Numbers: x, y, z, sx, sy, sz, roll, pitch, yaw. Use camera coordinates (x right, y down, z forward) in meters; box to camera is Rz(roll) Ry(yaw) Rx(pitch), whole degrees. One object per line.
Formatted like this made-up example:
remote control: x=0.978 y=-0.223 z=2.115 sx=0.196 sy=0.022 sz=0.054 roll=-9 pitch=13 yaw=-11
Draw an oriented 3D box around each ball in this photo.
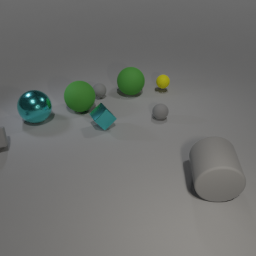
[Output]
ball: x=0.144 y=-2.360 z=14.093 sx=1.400 sy=1.400 sz=1.400 roll=0 pitch=32 yaw=0
ball: x=-3.927 y=-0.898 z=11.798 sx=1.400 sy=1.400 sz=1.400 roll=0 pitch=32 yaw=0
ball: x=-2.172 y=-1.426 z=12.624 sx=1.400 sy=1.400 sz=1.400 roll=0 pitch=32 yaw=0
ball: x=1.407 y=-0.713 z=12.139 sx=0.700 sy=0.700 sz=0.700 roll=0 pitch=32 yaw=0
ball: x=-1.413 y=-1.861 z=13.815 sx=0.700 sy=0.700 sz=0.700 roll=0 pitch=32 yaw=0
ball: x=1.797 y=-2.388 z=14.397 sx=0.700 sy=0.700 sz=0.700 roll=0 pitch=32 yaw=0

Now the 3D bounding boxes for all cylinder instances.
cylinder: x=2.597 y=1.205 z=8.308 sx=1.400 sy=1.400 sz=1.400 roll=2 pitch=35 yaw=3

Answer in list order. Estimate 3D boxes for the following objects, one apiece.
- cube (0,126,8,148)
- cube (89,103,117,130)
cube: x=-4.833 y=0.367 z=10.193 sx=0.700 sy=0.700 sz=0.700 roll=-12 pitch=9 yaw=-17
cube: x=-1.022 y=-0.472 z=11.431 sx=0.700 sy=0.700 sz=0.700 roll=-44 pitch=37 yaw=1
